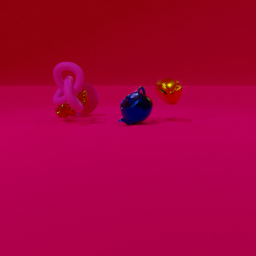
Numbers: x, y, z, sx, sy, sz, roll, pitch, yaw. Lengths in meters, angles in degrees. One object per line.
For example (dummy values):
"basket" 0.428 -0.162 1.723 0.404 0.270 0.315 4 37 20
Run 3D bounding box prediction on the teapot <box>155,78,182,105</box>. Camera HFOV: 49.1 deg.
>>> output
"teapot" 1.224 -1.123 8.256 0.671 0.852 1.370 -43 15 -6

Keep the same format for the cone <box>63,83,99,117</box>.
"cone" -1.677 -0.837 10.046 1.223 1.223 1.227 -1 -13 -7

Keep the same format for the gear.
"gear" -1.679 -0.712 8.463 1.099 0.203 1.099 -22 32 15

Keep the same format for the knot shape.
"knot shape" -1.581 -0.983 7.582 0.628 1.271 1.358 -12 -27 -34

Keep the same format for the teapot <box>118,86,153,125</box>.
"teapot" 0.163 -0.571 7.705 0.945 0.744 1.519 -6 45 41
